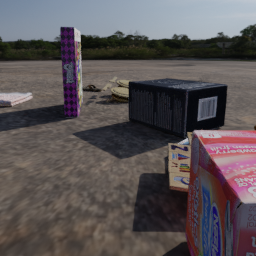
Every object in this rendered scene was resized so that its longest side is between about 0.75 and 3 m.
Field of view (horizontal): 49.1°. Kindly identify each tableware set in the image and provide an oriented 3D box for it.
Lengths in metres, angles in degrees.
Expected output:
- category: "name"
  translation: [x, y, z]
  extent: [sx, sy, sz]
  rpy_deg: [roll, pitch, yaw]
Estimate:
- category: "tableware set"
  translation: [-0.099, -1.635, 12.743]
  extent: [1.794, 0.544, 2.715]
  rpy_deg: [14, 24, 4]

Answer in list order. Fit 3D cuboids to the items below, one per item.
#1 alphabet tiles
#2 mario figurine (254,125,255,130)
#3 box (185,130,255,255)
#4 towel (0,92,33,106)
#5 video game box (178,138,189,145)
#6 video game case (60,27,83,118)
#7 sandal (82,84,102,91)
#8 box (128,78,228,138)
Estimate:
- category: "alphabet tiles"
  translation: [1.779, 0.574, 4.988]
  extent: [2.141, 0.097, 2.562]
  rpy_deg: [7, 18, 5]
- category: "mario figurine"
  translation: [3.836, -0.155, 7.833]
  extent: [0.825, 0.437, 0.509]
  rpy_deg: [-15, 22, -38]
- category: "box"
  translation: [2.143, 0.891, 2.502]
  extent: [2.978, 1.410, 1.528]
  rpy_deg: [0, 16, 0]
- category: "towel"
  translation: [-5.250, -1.229, 11.713]
  extent: [1.882, 0.303, 1.798]
  rpy_deg: [2, 17, 10]
- category: "video game box"
  translation: [1.606, 0.447, 6.084]
  extent: [0.983, 0.230, 0.896]
  rpy_deg: [8, 20, 35]
- category: "video game case"
  translation: [-1.955, -2.034, 9.962]
  extent: [0.508, 2.838, 2.573]
  rpy_deg: [-1, 16, -5]
- category: "sandal"
  translation: [-1.887, -2.109, 14.638]
  extent: [1.202, 0.328, 0.491]
  rpy_deg: [12, 20, 34]
- category: "box"
  translation: [1.374, -0.716, 8.234]
  extent: [1.742, 1.256, 2.347]
  rpy_deg: [-12, 20, -36]
